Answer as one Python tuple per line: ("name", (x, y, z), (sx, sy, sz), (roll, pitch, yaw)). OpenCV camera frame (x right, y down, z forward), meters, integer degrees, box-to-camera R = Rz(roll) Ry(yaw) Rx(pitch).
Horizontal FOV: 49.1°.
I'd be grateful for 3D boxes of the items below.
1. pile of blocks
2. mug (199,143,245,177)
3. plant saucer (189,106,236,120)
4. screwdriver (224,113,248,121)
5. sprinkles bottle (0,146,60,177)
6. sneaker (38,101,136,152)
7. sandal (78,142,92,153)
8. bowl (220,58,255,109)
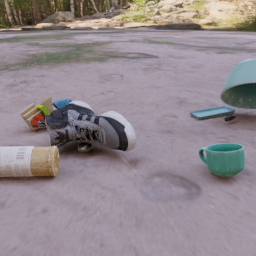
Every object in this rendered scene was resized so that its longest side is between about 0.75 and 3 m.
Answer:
("pile of blocks", (-2.145, -0.528, 8.676), (2.175, 0.893, 0.676), (-16, 18, -35))
("mug", (2.120, 0.703, 6.222), (0.795, 0.598, 0.968), (-8, 8, -7))
("plant saucer", (2.944, -0.529, 9.757), (1.608, 0.153, 0.562), (-9, 25, -23))
("screwdriver", (3.551, -0.370, 9.166), (1.070, 0.149, 0.156), (-13, -9, -31))
("sprinkles bottle", (-2.562, 0.742, 6.145), (2.000, 0.683, 0.683), (-1, 24, -2))
("sneaker", (-1.131, 0.126, 6.969), (2.649, 1.000, 1.507), (23, 36, 39))
("sandal", (-1.099, 0.514, 7.270), (0.341, 0.245, 0.858), (8, 7, -3))
("bowl", (4.066, -1.474, 8.970), (2.089, 1.093, 2.089), (7, -15, 2))
